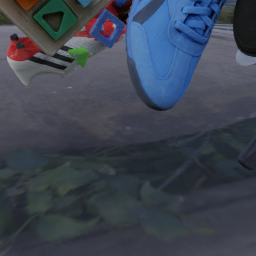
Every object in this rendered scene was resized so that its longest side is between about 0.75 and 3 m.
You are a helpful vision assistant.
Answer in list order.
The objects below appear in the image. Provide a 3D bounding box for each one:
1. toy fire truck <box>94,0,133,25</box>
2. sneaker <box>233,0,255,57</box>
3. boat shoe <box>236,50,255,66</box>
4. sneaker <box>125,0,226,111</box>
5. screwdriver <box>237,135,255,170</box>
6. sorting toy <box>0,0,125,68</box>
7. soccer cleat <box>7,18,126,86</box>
[{"bbox_3d":[-0.656,-3.414,8.290,2.957,1.658,2.483,-31,28,8],"label":"toy fire truck"},{"bbox_3d":[1.553,-1.779,2.588,0.878,2.397,0.982,38,43,27],"label":"sneaker"},{"bbox_3d":[3.646,-2.020,7.449,0.554,0.584,1.671,-4,0,-22],"label":"boat shoe"},{"bbox_3d":[0.745,-1.576,3.261,0.919,2.787,1.093,21,-13,-37],"label":"sneaker"},{"bbox_3d":[1.674,-0.260,2.818,0.241,1.654,0.231,36,2,15],"label":"screwdriver"},{"bbox_3d":[-1.032,-1.992,3.995,1.565,2.779,0.379,-44,45,2],"label":"sorting toy"},{"bbox_3d":[-1.076,-1.483,5.353,2.318,0.988,0.796,-22,49,-18],"label":"soccer cleat"}]
